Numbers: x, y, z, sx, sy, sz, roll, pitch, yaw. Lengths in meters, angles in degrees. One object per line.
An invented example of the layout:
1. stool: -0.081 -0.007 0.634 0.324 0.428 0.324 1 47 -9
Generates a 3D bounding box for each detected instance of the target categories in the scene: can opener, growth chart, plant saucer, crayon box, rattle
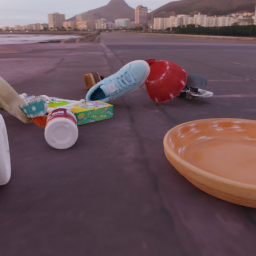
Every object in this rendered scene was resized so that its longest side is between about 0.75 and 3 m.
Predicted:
1. can opener: 2.087 -1.664 10.343 0.758 0.951 2.843 -7 21 -19
2. growth chart: -2.906 -0.807 9.141 2.643 0.234 1.913 8 20 19
3. plant saucer: 2.130 0.522 4.986 2.992 0.560 2.992 0 19 0
4. crayon box: -1.116 -0.448 7.875 1.264 0.368 0.751 -15 25 -39
5. rattle: -3.401 -0.338 7.015 2.855 1.859 2.040 39 55 10

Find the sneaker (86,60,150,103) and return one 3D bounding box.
1. sneaker: -0.357 -1.294 8.793 2.305 0.852 0.944 -30 12 25

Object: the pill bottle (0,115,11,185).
1. pill bottle: -3.010 0.448 4.224 2.180 1.194 1.194 -7 21 -19

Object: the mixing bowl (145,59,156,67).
1. mixing bowl: 1.174 -3.413 15.641 0.948 0.514 0.948 -15 36 11

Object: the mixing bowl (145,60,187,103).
1. mixing bowl: 1.089 -1.637 9.075 1.463 1.463 0.792 21 -13 45

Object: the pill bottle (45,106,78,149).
1. pill bottle: -1.509 -0.063 6.370 0.693 0.693 1.214 -4 21 -12

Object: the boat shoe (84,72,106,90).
1. boat shoe: -1.176 -1.790 10.903 0.833 0.834 2.369 -7 21 -13
